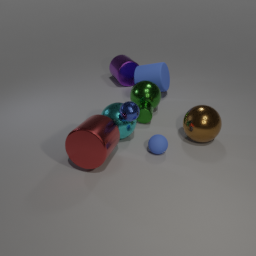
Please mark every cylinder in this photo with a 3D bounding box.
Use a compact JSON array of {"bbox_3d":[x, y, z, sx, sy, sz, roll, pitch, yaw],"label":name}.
[{"bbox_3d":[0.705,-0.653,11.809,0.700,0.700,0.700,5,29,8],"label":"cylinder"},{"bbox_3d":[-1.129,0.419,9.218,1.400,1.400,1.400,9,23,14],"label":"cylinder"},{"bbox_3d":[1.210,-2.473,13.926,1.400,1.400,1.400,-2,27,26],"label":"cylinder"},{"bbox_3d":[-0.165,-3.189,15.490,1.400,1.400,1.400,-11,33,-19],"label":"cylinder"}]

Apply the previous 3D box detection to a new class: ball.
[{"bbox_3d":[1.059,0.572,9.863,0.700,0.700,0.700,0,31,0],"label":"ball"},{"bbox_3d":[0.052,-0.570,9.659,0.700,0.700,0.700,0,31,0],"label":"ball"},{"bbox_3d":[0.790,-1.438,12.593,1.400,1.400,1.400,0,31,0],"label":"ball"},{"bbox_3d":[2.740,-0.159,10.379,1.400,1.400,1.400,0,31,0],"label":"ball"},{"bbox_3d":[-0.372,-0.266,10.593,1.400,1.400,1.400,0,31,0],"label":"ball"}]
